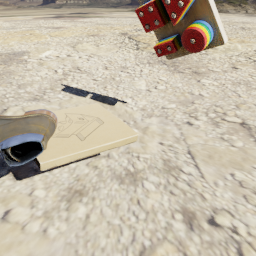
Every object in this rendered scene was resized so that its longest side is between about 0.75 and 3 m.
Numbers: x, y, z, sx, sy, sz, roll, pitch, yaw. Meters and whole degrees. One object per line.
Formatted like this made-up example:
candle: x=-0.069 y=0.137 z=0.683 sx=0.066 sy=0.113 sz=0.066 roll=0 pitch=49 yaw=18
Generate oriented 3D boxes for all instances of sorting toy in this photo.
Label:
sorting toy: x=1.244 y=-2.688 z=7.162 sx=1.910 sy=1.922 sz=0.669 roll=-3 pitch=36 yaw=49

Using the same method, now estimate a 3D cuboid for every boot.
boot: x=-2.233 y=0.247 z=4.954 sx=1.931 sy=0.721 sz=0.936 roll=-18 pitch=31 yaw=1

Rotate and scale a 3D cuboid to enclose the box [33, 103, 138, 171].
box: x=-1.170 y=0.049 z=6.099 sx=2.194 sy=0.233 sz=1.794 roll=-15 pitch=37 yaw=-33
